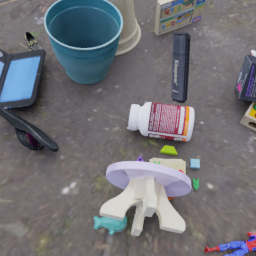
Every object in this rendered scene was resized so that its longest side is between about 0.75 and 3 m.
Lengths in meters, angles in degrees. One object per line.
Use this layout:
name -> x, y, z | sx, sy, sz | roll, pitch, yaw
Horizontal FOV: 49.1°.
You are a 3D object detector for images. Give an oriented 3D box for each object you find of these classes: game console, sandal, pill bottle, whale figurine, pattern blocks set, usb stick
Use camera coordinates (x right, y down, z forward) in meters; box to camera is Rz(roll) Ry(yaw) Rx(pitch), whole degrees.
game console -> -4.623, -2.141, 10.212 | 1.646, 2.374, 2.782 | -27, 50, 36
sandal -> -3.351, 0.225, 9.384 | 2.689, 1.011, 0.644 | 30, 88, 25
pill bottle -> 1.099, -0.246, 9.406 | 2.067, 1.167, 1.167 | 8, 59, 5
whale figurine -> -0.510, 2.661, 8.045 | 0.974, 0.505, 0.775 | -3, 59, -2
pattern blocks set -> 1.248, 1.415, 8.987 | 2.096, 0.170, 1.843 | 13, 60, 8
usb stick -> 1.659, -1.887, 8.896 | 0.361, 2.212, 0.613 | -23, 31, -38

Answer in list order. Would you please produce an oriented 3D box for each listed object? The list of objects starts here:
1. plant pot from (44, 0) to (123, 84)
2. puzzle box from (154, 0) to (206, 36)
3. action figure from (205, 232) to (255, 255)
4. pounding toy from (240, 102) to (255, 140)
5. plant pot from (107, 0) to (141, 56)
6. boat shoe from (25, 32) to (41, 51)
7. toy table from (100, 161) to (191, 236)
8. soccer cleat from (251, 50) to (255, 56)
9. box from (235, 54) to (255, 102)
plant pot -> -1.529, -2.978, 10.244 | 2.571, 2.416, 2.571 | 2, 61, -4
puzzle box -> 2.257, -5.026, 12.042 | 2.379, 1.583, 0.302 | -25, 62, -13
action figure -> 3.130, 3.193, 7.524 | 1.898, 0.939, 0.619 | -11, 60, -10
pounding toy -> 4.680, -0.165, 9.682 | 1.328, 0.608, 1.167 | 30, 63, 17
plant pot -> -0.798, -4.804, 11.341 | 2.775, 2.540, 2.775 | 0, 59, 0
boat shoe -> -4.055, -3.613, 11.889 | 0.436, 0.368, 1.222 | -30, 64, -17
toy table -> 0.505, 1.906, 7.574 | 2.406, 2.212, 1.409 | 5, 52, 6
soccer cleat -> 5.327, -2.964, 11.522 | 0.269, 0.334, 0.784 | -11, 60, -6
box -> 5.238, -1.557, 9.787 | 2.501, 1.326, 1.529 | 15, 27, 9
